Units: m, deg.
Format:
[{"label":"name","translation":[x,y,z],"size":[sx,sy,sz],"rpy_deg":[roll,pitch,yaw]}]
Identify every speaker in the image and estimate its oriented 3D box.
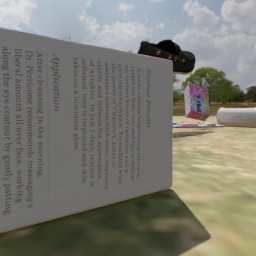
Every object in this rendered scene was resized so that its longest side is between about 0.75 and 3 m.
[{"label":"speaker","translation":[4.215,-0.399,10.338],"size":[0.719,0.719,1.770],"rpy_deg":[-2,4,-37]}]

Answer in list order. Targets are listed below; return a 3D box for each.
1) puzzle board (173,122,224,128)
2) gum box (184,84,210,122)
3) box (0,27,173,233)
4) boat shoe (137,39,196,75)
[{"label":"puzzle board","translation":[2.300,-0.127,10.312],"size":[1.920,0.167,1.447],"rpy_deg":[-1,3,-15]},{"label":"gum box","translation":[2.316,-0.892,9.443],"size":[0.697,1.229,0.406],"rpy_deg":[11,-31,-11]},{"label":"box","translation":[-0.676,-0.024,1.717],"size":[1.587,0.844,1.209],"rpy_deg":[-3,4,-42]},{"label":"boat shoe","translation":[1.295,-2.146,8.437],"size":[1.034,0.886,2.828],"rpy_deg":[37,33,30]}]
